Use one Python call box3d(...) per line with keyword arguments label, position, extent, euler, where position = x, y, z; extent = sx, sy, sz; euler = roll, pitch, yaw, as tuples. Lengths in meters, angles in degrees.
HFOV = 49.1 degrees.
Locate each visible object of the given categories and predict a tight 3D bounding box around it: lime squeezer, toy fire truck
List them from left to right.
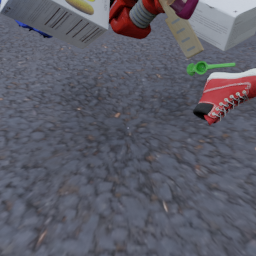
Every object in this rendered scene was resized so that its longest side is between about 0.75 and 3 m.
box3d(label="toy fire truck", position=(0.633, -2.818, 6.930), extent=(1.624, 2.221, 2.524), euler=(2, 68, -33))
box3d(label="lime squeezer", position=(1.871, -1.455, 7.048), extent=(0.620, 0.331, 1.755), euler=(16, -1, -19))

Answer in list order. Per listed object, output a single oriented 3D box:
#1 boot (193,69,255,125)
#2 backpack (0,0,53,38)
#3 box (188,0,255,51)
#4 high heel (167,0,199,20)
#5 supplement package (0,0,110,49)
box3d(label="boot", position=(1.270, -0.309, 3.246), extent=(0.995, 0.360, 0.718), euler=(6, 58, 48))
box3d(label="backpack", position=(-2.578, -3.480, 8.266), extent=(1.524, 1.574, 1.876), euler=(-35, 14, 6))
box3d(label="box", position=(2.996, -3.543, 8.836), extent=(1.757, 1.148, 1.747), euler=(-31, 57, -27))
box3d(label="high heel", position=(1.199, -2.318, 4.592), extent=(0.550, 1.145, 0.386), euler=(19, 48, -40))
box3d(label="supplement package", position=(-1.384, -2.542, 5.593), extent=(1.847, 1.051, 1.012), euler=(14, -21, -39))
